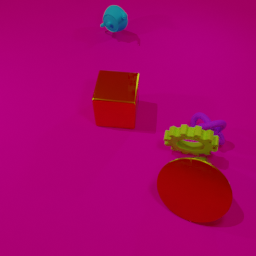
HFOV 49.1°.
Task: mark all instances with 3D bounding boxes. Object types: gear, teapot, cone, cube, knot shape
[{"bbox_3d":[1.562,0.325,6.954,1.305,1.305,0.241,10,66,7],"label":"gear"},{"bbox_3d":[-0.470,-3.871,10.038,1.504,0.935,0.736,2,44,47],"label":"teapot"},{"bbox_3d":[1.736,1.073,6.751,1.644,1.644,1.650,23,30,16],"label":"cone"},{"bbox_3d":[-0.305,-0.794,7.892,1.148,1.148,1.148,5,54,4],"label":"cube"},{"bbox_3d":[2.221,0.055,7.442,1.017,1.087,0.502,37,80,-21],"label":"knot shape"}]
